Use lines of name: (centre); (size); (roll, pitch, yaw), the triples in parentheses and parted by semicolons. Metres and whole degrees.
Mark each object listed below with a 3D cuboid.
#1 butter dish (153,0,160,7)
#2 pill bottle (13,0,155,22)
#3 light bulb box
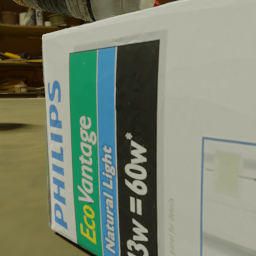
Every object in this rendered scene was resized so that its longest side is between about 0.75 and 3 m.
butter dish: (0.512, -4.227, 10.025); (1.412, 1.044, 1.408); (11, -27, -29)
pill bottle: (-0.930, -3.113, 5.701); (2.932, 1.706, 1.706); (16, 11, 11)
light bulb box: (1.009, 0.051, 2.064); (2.377, 1.483, 2.356); (7, 10, 42)
